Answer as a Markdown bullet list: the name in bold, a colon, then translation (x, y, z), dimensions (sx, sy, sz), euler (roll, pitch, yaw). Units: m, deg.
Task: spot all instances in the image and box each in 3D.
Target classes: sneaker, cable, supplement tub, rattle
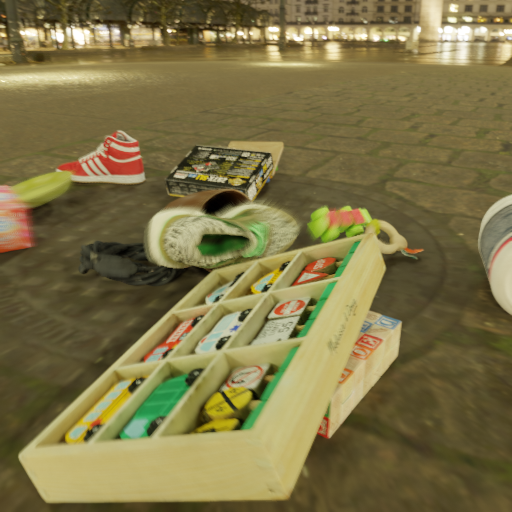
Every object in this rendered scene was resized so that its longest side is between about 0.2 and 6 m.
- **sneaker**: translation (-4.064, -2.576, 14.451), dimensions (2.349, 1.321, 0.837), euler (3, 24, 6)
- **cable**: translation (-2.100, 0.102, 9.640), dimensions (1.806, 0.459, 1.474), euler (3, 14, -12)
- **supplement tub**: translation (4.260, -0.039, 8.603), dimensions (1.469, 1.469, 2.094), euler (5, 25, 12)
- **sneaker**: translation (-0.264, -0.192, 8.820), dimensions (2.818, 1.084, 1.249), euler (-9, 16, -38)
- **rattle**: translation (2.407, -0.120, 10.425), dimensions (1.105, 0.790, 0.720), euler (26, 33, -11)

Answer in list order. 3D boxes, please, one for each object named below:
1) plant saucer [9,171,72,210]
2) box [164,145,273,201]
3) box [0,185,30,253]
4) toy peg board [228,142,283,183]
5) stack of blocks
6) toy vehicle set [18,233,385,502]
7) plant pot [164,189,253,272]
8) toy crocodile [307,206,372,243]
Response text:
- **plant saucer**: translation (-5.059, -1.445, 12.806), dimensions (1.832, 0.285, 1.832), euler (-14, 27, 7)
- **box**: translation (-0.869, -1.997, 13.633), dimensions (2.154, 0.531, 1.720), euler (9, 44, 20)
- **box**: translation (-5.030, -0.730, 10.901), dimensions (0.812, 0.848, 1.701), euler (-15, 27, -29)
- **toy peg board**: translation (-0.101, -2.350, 14.889), dimensions (1.482, 0.725, 1.475), euler (3, 42, 14)
- **stack of blocks**: translation (0.869, 1.259, 6.818), dimensions (1.091, 0.555, 1.894), euler (16, 29, 32)
- **toy vehicle set**: translation (-0.210, 0.981, 6.260), dimensions (2.596, 0.554, 4.178), euler (-14, 16, 27)
- **plant pot**: translation (-0.991, -0.537, 9.999), dimensions (1.448, 1.448, 1.549), euler (-19, 22, -37)
- **toy crocodile**: translation (1.630, -0.657, 10.680), dimensions (1.778, 0.549, 0.600), euler (-9, 69, -40)
